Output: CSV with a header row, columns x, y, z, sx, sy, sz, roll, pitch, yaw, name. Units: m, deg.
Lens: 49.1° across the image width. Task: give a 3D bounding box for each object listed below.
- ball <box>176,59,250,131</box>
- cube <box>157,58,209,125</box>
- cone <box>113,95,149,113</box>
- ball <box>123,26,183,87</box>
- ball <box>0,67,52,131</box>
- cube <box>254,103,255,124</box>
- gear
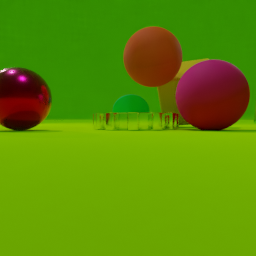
x,y,z,sx,sy,sz,roll,pitch,yaw,name
1.649,-0.636,5.531,1.398,1.398,1.398,0,2,0,ball
1.626,-0.991,7.767,1.360,1.360,1.360,-4,30,16,cube
0.085,-0.718,8.060,1.005,1.005,1.009,0,32,0,cone
0.583,-1.663,6.617,1.385,1.385,1.385,0,2,0,ball
-2.053,-0.545,5.300,1.186,1.186,1.186,0,2,0,ball
3.178,-0.508,5.598,0.903,0.903,0.903,7,-3,3,cube
0.165,-0.150,6.188,1.857,0.343,1.857,0,2,0,gear
